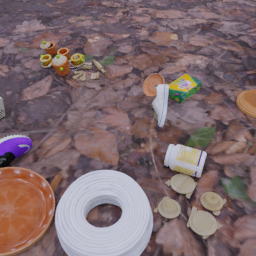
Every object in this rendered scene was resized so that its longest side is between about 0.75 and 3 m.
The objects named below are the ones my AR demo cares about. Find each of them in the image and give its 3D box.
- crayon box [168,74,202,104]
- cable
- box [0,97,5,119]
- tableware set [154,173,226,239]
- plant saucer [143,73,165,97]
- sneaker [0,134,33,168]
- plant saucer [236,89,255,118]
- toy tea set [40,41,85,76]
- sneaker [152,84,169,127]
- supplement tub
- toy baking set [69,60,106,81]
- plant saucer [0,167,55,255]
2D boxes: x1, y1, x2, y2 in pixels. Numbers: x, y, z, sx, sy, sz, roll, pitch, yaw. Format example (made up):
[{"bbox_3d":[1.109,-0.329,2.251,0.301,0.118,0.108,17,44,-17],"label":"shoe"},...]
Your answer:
[{"bbox_3d":[2.491,-1.797,12.643,0.934,0.458,1.572,34,53,31],"label":"crayon box"},{"bbox_3d":[-0.632,2.441,7.817,2.699,0.934,2.699,22,48,22],"label":"cable"},{"bbox_3d":[-5.943,-0.399,10.443,1.076,0.895,2.619,16,33,17],"label":"box"},{"bbox_3d":[1.926,2.284,8.497,2.093,0.243,1.748,25,45,27],"label":"tableware set"},{"bbox_3d":[1.113,-1.802,11.883,1.046,0.196,1.046,-14,67,34],"label":"plant saucer"},{"bbox_3d":[-4.355,1.204,9.266,2.608,0.907,1.297,-22,54,-16],"label":"sneaker"},{"bbox_3d":[5.646,-1.087,11.985,1.882,0.352,1.882,0,43,0],"label":"plant saucer"},{"bbox_3d":[-3.600,-3.705,14.076,2.804,1.038,1.667,28,61,27],"label":"toy tea set"},{"bbox_3d":[1.114,-0.792,9.904,0.537,1.518,0.554,5,4,5],"label":"sneaker"},{"bbox_3d":[1.903,1.060,9.317,1.227,0.892,0.892,16,46,17],"label":"supplement tub"},{"bbox_3d":[-2.135,-3.013,14.085,1.638,0.248,2.134,-17,46,-17],"label":"toy baking set"},{"bbox_3d":[-3.485,2.336,8.024,2.710,0.437,2.710,8,46,-8],"label":"plant saucer"}]
